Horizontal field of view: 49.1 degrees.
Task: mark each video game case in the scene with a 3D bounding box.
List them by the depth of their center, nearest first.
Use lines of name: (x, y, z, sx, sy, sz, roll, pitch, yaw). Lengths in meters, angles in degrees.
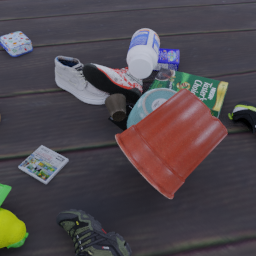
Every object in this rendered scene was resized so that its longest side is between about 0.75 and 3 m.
video game case: (-2.720, 1.157, 9.055, 1.184, 0.130, 1.079, 24, 50, 21)

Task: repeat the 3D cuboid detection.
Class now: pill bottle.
pill bottle: (0.615, -3.006, 11.418, 1.241, 1.241, 2.215, 6, 46, 6)

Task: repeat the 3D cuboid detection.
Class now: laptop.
laptop: (0.018, -0.405, 10.680, 0.978, 0.570, 1.104, 37, 30, 30)

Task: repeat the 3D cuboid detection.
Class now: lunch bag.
lunch bag: (-5.697, -4.261, 14.186, 1.303, 0.615, 1.627, -31, 54, -25)

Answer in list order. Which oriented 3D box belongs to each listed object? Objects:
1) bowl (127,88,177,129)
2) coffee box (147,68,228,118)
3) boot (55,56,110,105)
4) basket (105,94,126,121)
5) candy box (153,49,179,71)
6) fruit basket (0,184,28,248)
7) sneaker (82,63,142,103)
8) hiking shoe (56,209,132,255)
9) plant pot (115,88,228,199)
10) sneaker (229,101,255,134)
bowl: (1.159, -0.429, 9.466, 2.376, 1.243, 2.376, 0, 56, -1)
coffee box: (2.361, -1.412, 11.130, 2.858, 0.629, 1.757, 18, 53, 18)
boot: (-1.925, -1.981, 11.344, 2.709, 1.294, 0.996, 25, 49, 19)
basket: (-0.389, -0.720, 10.075, 0.807, 0.609, 0.895, -17, 46, 1)
candy box: (1.656, -3.204, 13.146, 1.428, 0.550, 1.207, 7, 47, 5)
fruit basket: (-3.621, 2.438, 7.121, 1.514, 2.099, 2.099, -29, 34, 32)
sneaker: (-0.553, -2.060, 11.340, 2.555, 0.853, 1.369, 26, 42, -12)
hiking shoe: (-1.035, 2.833, 6.869, 2.163, 0.819, 1.089, 22, 46, 20)
plant pot: (1.265, 0.293, 7.632, 2.264, 2.328, 2.328, -42, 51, 7)
sneaker: (4.813, -0.108, 10.051, 2.366, 0.848, 0.980, 26, 75, 25)
